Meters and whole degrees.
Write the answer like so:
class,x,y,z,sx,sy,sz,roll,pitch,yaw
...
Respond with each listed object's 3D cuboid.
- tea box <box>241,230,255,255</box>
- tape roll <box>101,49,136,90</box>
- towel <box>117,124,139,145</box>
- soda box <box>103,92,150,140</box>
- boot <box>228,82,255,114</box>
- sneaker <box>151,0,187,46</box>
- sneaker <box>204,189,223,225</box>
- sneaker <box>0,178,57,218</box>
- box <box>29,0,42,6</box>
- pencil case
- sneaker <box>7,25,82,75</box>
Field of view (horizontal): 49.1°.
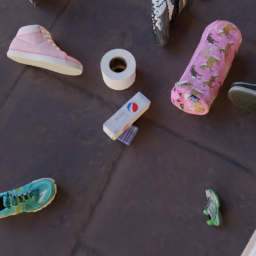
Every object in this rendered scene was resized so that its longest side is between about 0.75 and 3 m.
class,x,y,z,sx,sy,sz,roll,pitch,yaw
tea box,2.130,1.697,3.362,1.247,0.847,1.267,12,108,-27
tape roll,-0.260,-1.637,7.893,0.965,0.663,0.965,0,75,0
towel,-0.164,0.053,7.748,0.777,0.093,0.563,29,77,7
soda box,-0.032,-0.323,7.585,0.443,0.474,1.391,44,74,10
boot,4.096,-1.315,7.706,2.543,0.918,1.920,15,73,-1
sneaker,1.223,-3.575,8.323,1.097,0.806,2.424,-2,74,3
sneaker,2.114,2.007,7.106,0.393,0.360,0.924,-7,76,-2
sneaker,-2.721,1.807,6.946,1.935,0.771,0.750,-21,77,-6
box,-3.155,-4.697,8.361,0.741,1.295,1.422,-43,79,-10
pencil case,2.176,-1.661,7.690,1.077,1.125,2.601,22,75,28
sneaker,-2.245,-2.286,7.963,2.216,0.834,1.158,15,81,8
